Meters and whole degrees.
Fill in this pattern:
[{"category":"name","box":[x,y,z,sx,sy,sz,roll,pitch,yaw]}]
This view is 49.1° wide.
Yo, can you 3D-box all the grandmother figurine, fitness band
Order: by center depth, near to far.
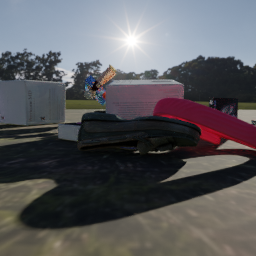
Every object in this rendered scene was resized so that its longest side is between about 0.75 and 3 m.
[{"category":"fitness band","box":[1.552,-0.051,5.373,2.194,0.411,1.576,20,-5,-4]},{"category":"grandmother figurine","box":[-1.117,-1.756,10.971,0.488,1.610,0.977,42,12,-7]}]

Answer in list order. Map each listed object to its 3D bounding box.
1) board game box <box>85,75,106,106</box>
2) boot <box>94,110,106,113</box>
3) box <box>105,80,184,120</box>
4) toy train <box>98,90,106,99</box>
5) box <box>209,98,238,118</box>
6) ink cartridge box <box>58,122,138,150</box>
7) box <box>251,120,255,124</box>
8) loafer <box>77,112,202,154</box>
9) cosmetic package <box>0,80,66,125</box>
[{"category":"board game box","box":[-1.455,-1.720,13.161,0.380,1.284,1.688,-46,4,-10]},{"category":"boot","box":[-0.496,-0.734,14.648,1.817,0.724,2.205,-10,-4,26]},{"category":"box","box":[0.505,-0.749,9.013,2.278,1.489,2.266,0,12,2]},{"category":"toy train","box":[-0.077,-0.908,11.083,2.288,0.636,1.719,33,4,-8]},{"category":"box","box":[2.857,-0.357,8.407,0.867,1.082,0.236,-1,4,-16]},{"category":"ink cartridge box","box":[-0.448,0.129,6.679,2.596,0.481,1.229,8,9,43]},{"category":"box","box":[6.069,-0.254,12.508,0.901,0.180,0.617,0,5,5]},{"category":"loafer","box":[0.143,0.220,5.141,2.300,0.723,0.826,6,-24,20]},{"category":"cosmetic package","box":[-4.290,-1.142,12.672,1.893,1.904,2.276,4,7,32]}]
